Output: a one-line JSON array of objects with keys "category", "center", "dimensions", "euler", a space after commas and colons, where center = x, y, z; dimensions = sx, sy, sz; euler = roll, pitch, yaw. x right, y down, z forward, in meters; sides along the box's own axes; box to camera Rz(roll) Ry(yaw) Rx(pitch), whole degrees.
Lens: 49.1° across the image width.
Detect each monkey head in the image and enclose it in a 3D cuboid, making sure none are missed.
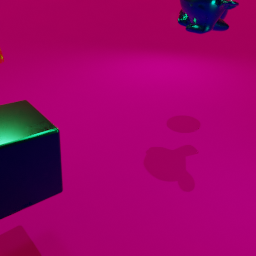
[{"category": "monkey head", "center": [1.833, -2.758, 6.316], "dimensions": [1.374, 1.151, 1.910], "euler": [-2, 43, -25]}]

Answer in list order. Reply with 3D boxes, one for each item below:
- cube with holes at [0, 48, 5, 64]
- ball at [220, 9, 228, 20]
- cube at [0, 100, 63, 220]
[{"category": "cube with holes", "center": [-3.779, -1.913, 6.751], "dimensions": [0.994, 0.994, 0.994], "euler": [-10, 25, 0]}, {"category": "ball", "center": [2.331, -3.387, 7.935], "dimensions": [0.997, 0.997, 0.997], "euler": [0, 30, 0]}, {"category": "cube", "center": [-1.686, 0.403, 3.941], "dimensions": [1.113, 1.113, 1.113], "euler": [-19, 38, -35]}]
